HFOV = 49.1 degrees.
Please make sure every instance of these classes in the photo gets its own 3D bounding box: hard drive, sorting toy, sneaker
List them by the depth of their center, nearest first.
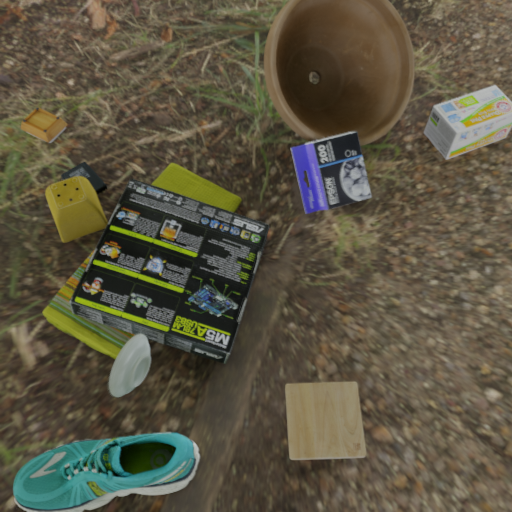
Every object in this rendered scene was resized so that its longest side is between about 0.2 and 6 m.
[{"bbox_3d":[-2.184,2.996,8.102,2.683,1.068,1.040,-11,59,-6],"label":"sneaker"},{"bbox_3d":[1.048,2.595,8.739,1.138,0.399,1.145,-2,58,0],"label":"sorting toy"},{"bbox_3d":[-3.514,-1.512,11.437,0.584,0.138,0.836,-36,65,-20],"label":"hard drive"}]

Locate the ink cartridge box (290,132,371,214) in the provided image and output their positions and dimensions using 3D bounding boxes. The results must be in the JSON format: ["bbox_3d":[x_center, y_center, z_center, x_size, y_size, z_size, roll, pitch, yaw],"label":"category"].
[{"bbox_3d":[1.475,-1.624,10.954,1.364,0.296,1.351,-17,100,-12],"label":"ink cartridge box"}]

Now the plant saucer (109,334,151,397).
[{"bbox_3d":[-1.792,1.650,8.266,0.243,0.967,0.967,19,60,16],"label":"plant saucer"}]

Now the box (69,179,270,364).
[{"bbox_3d":[-1.400,0.203,9.804,2.758,0.655,2.664,18,63,-2],"label":"box"}]

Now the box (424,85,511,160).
[{"bbox_3d":[4.551,-2.831,11.856,1.594,0.808,0.897,-21,61,-13],"label":"box"}]

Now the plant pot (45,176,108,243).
[{"bbox_3d":[-3.449,-0.972,10.554,0.929,0.950,0.923,-22,70,-12],"label":"plant pot"}]

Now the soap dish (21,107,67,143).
[{"bbox_3d":[-4.620,-2.851,12.158,0.798,0.324,0.628,26,62,14],"label":"soap dish"}]

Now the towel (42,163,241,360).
[{"bbox_3d":[-1.975,-0.006,10.405,1.716,0.360,3.986,29,61,8],"label":"towel"}]

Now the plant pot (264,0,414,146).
[{"bbox_3d":[1.534,-3.833,11.679,3.252,1.501,3.252,-2,96,-20],"label":"plant pot"}]
